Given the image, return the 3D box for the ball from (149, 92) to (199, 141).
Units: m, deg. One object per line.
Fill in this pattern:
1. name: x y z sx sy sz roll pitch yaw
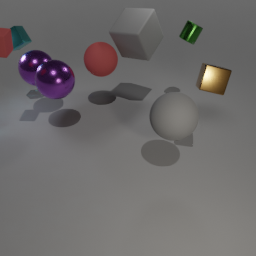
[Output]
1. ball: 1.317 -0.334 8.046 1.400 1.400 1.400 0 33 0

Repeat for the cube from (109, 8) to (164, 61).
1. cube: 0.364 -3.740 11.183 1.400 1.400 1.400 18 68 33

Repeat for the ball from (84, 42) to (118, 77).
1. ball: -1.116 -2.819 11.528 1.400 1.400 1.400 0 33 0

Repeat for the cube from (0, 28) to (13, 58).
1. cube: -4.060 -2.669 8.703 0.700 0.700 0.700 4 37 -5

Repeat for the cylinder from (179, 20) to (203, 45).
1. cylinder: 2.504 -3.805 11.153 0.700 0.700 0.700 23 25 -11

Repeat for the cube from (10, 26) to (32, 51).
1. cube: -4.376 -3.524 11.005 0.700 0.700 0.700 -26 15 15

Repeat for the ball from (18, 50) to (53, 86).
1. ball: -3.587 -2.357 11.046 1.400 1.400 1.400 0 33 0

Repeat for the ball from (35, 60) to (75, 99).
1. ball: -2.595 -1.721 9.981 1.400 1.400 1.400 0 33 0

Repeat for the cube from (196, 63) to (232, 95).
1. cube: 2.376 -1.383 7.848 0.700 0.700 0.700 13 18 1
